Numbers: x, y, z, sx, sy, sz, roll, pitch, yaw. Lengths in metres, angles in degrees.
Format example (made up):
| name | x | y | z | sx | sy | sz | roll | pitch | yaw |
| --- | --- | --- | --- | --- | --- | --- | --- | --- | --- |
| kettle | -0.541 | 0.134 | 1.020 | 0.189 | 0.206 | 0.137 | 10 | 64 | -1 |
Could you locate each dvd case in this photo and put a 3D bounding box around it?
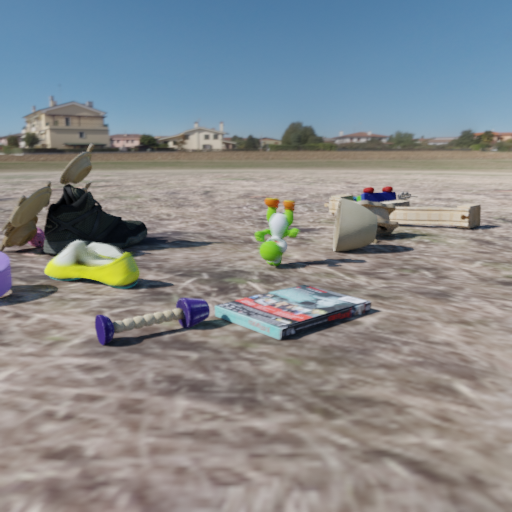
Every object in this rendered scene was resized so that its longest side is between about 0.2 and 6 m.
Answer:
| name | x | y | z | sx | sy | sz | roll | pitch | yaw |
| --- | --- | --- | --- | --- | --- | --- | --- | --- | --- |
| dvd case | 0.515 | 0.719 | 7.622 | 1.767 | 0.194 | 1.290 | -11 | 16 | -41 |

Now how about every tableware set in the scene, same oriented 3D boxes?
| name | x | y | z | sx | sy | sz | roll | pitch | yaw |
| --- | --- | --- | --- | --- | --- | --- | --- | --- | --- |
| tableware set | -4.423 | -1.139 | 12.014 | 2.791 | 0.324 | 2.332 | -48 | 1 | -43 |

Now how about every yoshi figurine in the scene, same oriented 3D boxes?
| name | x | y | z | sx | sy | sz | roll | pitch | yaw |
| --- | --- | --- | --- | --- | --- | --- | --- | --- | --- |
| yoshi figurine | 0.366 | -0.419 | 10.440 | 0.715 | 1.277 | 0.718 | 2 | 10 | -31 |

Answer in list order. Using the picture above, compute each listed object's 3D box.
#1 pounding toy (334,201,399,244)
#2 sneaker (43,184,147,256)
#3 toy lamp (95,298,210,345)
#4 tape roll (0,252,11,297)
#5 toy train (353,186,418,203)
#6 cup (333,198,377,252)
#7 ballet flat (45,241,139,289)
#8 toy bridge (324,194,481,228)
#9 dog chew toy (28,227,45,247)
| name | x | y | z | sx | sy | sz | roll | pitch | yaw |
| --- | --- | --- | --- | --- | --- | --- | --- | --- | --- |
| pounding toy | 2.600 | -0.653 | 13.733 | 1.934 | 1.109 | 1.106 | 4 | -20 | -29 |
| sneaker | -3.456 | -0.852 | 12.356 | 0.968 | 1.450 | 2.531 | 13 | 15 | 43 |
| toy lamp | -1.233 | 0.777 | 6.861 | 1.404 | 0.409 | 0.409 | -8 | 14 | -31 |
| tape roll | -4.367 | 0.308 | 8.400 | 1.258 | 0.413 | 1.258 | 4 | 25 | -2 |
| toy train | 4.188 | -1.795 | 18.765 | 2.144 | 0.907 | 1.240 | -5 | -1 | -25 |
| cup | 2.142 | -0.623 | 12.039 | 0.827 | 1.156 | 1.156 | 7 | 12 | 4 |
| ballet flat | -2.801 | 0.081 | 9.376 | 1.986 | 0.666 | 0.663 | 7 | 32 | 28 |
| toy bridge | 3.986 | -1.314 | 16.581 | 4.764 | 0.648 | 1.601 | 10 | 16 | 42 |
| dog chew toy | -4.974 | -0.395 | 12.680 | 0.436 | 0.436 | 0.701 | -7 | 22 | -33 |
